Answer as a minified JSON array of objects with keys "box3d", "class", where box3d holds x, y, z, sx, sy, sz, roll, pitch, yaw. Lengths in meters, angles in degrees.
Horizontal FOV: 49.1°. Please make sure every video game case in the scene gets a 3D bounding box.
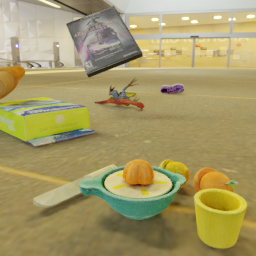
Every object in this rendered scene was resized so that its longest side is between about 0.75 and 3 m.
[{"box3d":[-0.867,-2.985,9.417,1.873,0.249,2.621,-22,60,-4],"class":"video game case"}]

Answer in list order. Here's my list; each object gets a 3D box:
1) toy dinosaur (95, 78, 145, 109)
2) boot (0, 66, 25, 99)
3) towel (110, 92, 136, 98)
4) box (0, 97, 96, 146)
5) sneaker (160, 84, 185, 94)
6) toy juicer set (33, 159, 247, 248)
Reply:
[{"box3d":[-0.133,-0.928,10.140,1.792,0.941,1.627,-42,36,7],"class":"toy dinosaur"},{"box3d":[-4.018,-0.828,7.360,2.635,0.927,1.886,-24,19,3],"class":"boot"},{"box3d":[-0.199,-1.479,12.691,0.682,0.143,1.584,5,15,21],"class":"towel"},{"box3d":[-2.230,-0.269,7.016,1.647,0.644,2.701,-14,19,-41],"class":"box"},{"box3d":[2.178,-1.855,13.800,1.237,0.499,0.516,-2,27,29],"class":"sneaker"},{"box3d":[0.207,0.619,3.539,2.349,0.639,1.494,5,15,20],"class":"toy juicer set"}]
